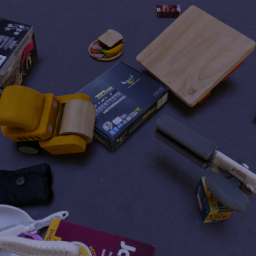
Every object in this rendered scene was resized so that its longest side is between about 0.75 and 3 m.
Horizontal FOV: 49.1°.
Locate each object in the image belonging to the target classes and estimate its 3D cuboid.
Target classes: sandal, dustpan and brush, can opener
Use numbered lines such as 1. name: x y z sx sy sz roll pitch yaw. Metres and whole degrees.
1. sandal: -1.786 2.314 5.621 1.721 0.700 0.423 6 41 6
2. dustpan and brush: -2.663 2.522 6.849 2.509 0.718 1.751 -10 82 -46
3. can opener: 1.724 0.695 6.670 0.964 0.763 2.900 -33 56 -27

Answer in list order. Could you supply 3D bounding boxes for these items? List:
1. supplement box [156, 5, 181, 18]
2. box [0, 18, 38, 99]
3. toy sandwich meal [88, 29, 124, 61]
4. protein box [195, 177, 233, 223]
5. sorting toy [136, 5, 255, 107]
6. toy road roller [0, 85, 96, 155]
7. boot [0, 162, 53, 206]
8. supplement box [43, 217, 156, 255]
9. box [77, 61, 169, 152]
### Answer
1. supplement box: 1.934 -5.632 13.514 1.126 0.343 0.613 -2 52 0
2. box: -4.735 -2.513 10.244 1.835 1.594 2.778 15 55 1
3. toy sandwich meal: -0.888 -3.459 11.699 1.619 0.554 1.619 0 52 0
4. protein box: 2.241 1.872 7.362 0.618 0.909 0.915 -5 52 -4
5. sorting toy: 2.358 -2.493 10.123 2.937 1.022 2.920 -43 61 0
6. toy road roller: -2.423 -0.302 7.966 2.662 1.943 1.636 -5 63 19
7. boot: -2.986 1.911 7.360 1.852 0.842 2.204 -6 46 0
8. supplement box: -0.753 3.189 6.125 2.437 1.258 1.595 12 53 9
9. box: -0.378 -0.868 9.574 2.304 0.745 2.922 35 60 25
